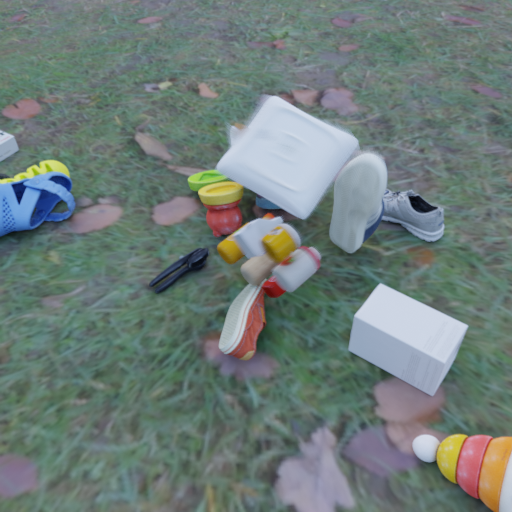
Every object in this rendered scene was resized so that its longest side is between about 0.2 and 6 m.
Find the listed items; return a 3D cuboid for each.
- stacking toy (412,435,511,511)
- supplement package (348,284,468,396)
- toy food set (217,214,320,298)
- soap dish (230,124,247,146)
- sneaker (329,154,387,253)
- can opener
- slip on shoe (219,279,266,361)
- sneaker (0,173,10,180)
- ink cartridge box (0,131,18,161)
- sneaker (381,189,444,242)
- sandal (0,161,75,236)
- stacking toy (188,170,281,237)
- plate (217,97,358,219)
[{"bbox_3d":[2.962,2.865,7.869,1.532,1.119,1.119,12,43,36],"label":"stacking toy"},{"bbox_3d":[2.466,1.356,9.247,1.574,0.954,0.942,27,51,25],"label":"supplement package"},{"bbox_3d":[0.407,-0.153,9.248,1.188,2.640,1.260,-39,97,-17],"label":"toy food set"},{"bbox_3d":[-0.341,-2.412,11.864,0.333,0.644,0.819,-8,2,-5],"label":"soap dish"},{"bbox_3d":[2.038,-1.119,10.458,0.911,2.431,1.027,40,61,18],"label":"sneaker"},{"bbox_3d":[-1.487,0.247,10.784,1.323,0.520,0.419,-34,61,-18],"label":"can opener"},{"bbox_3d":[-0.122,1.075,9.849,0.590,0.714,1.929,39,36,-15],"label":"slip on shoe"},{"bbox_3d":[-6.370,-1.431,12.309,1.881,0.714,0.854,-25,44,-26],"label":"sneaker"},{"bbox_3d":[-6.510,-2.759,13.822,0.992,0.412,0.728,23,49,21],"label":"ink cartridge box"},{"bbox_3d":[3.088,-1.138,11.862,2.059,0.844,0.769,29,51,26],"label":"sneaker"},{"bbox_3d":[-4.986,-0.968,11.532,2.974,1.182,1.295,-34,58,-28],"label":"sandal"},{"bbox_3d":[-0.297,-1.302,12.317,2.364,0.999,2.140,-17,24,-22],"label":"stacking toy"},{"bbox_3d":[0.613,-2.039,10.937,2.096,0.339,2.091,31,74,14],"label":"plate"}]
